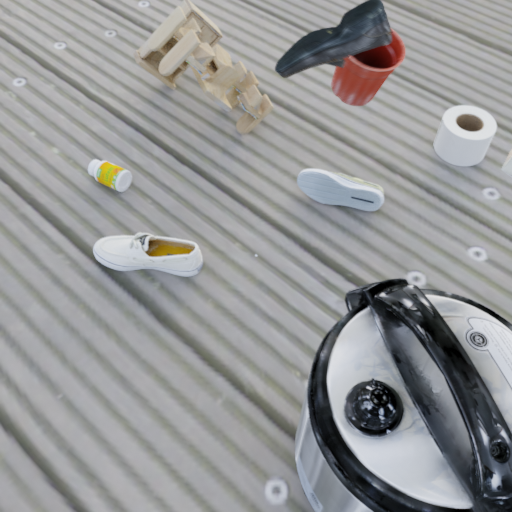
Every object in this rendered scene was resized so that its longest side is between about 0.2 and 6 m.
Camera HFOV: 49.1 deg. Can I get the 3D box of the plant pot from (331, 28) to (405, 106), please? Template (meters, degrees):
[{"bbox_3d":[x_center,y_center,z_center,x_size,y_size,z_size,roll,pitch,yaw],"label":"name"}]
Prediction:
[{"bbox_3d":[1.857,-3.291,9.798,1.122,1.091,1.122,4,65,-9],"label":"plant pot"}]

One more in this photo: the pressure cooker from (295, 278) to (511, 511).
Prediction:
[{"bbox_3d":[2.032,2.124,7.048,2.983,3.392,3.030,24,56,17],"label":"pressure cooker"}]

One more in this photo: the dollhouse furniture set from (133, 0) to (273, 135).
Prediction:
[{"bbox_3d":[-1.434,-4.087,12.490,1.806,2.550,2.776,-39,53,20],"label":"dollhouse furniture set"}]

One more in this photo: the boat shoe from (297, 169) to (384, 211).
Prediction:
[{"bbox_3d":[1.735,-1.366,11.479,1.802,0.649,0.559,20,31,10],"label":"boat shoe"}]

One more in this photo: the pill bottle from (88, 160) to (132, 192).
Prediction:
[{"bbox_3d":[-3.077,-1.705,11.723,0.852,0.473,0.473,25,57,18],"label":"pill bottle"}]

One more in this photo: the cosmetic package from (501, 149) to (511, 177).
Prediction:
[{"bbox_3d":[4.287,-1.653,8.609,0.525,0.622,1.204,36,47,7],"label":"cosmetic package"}]

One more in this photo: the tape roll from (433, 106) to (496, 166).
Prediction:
[{"bbox_3d":[4.538,-2.615,12.208,1.137,0.781,1.137,0,53,0],"label":"tape roll"}]

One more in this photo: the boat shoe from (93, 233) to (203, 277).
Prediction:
[{"bbox_3d":[-2.036,-0.130,10.385,2.093,0.731,0.742,10,54,7],"label":"boat shoe"}]

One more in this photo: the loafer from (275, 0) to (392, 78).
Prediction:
[{"bbox_3d":[1.148,-3.076,8.408,1.819,0.658,0.662,-19,41,27],"label":"loafer"}]
